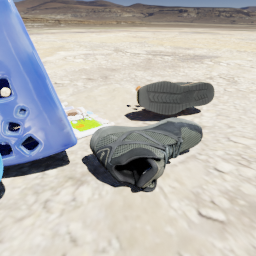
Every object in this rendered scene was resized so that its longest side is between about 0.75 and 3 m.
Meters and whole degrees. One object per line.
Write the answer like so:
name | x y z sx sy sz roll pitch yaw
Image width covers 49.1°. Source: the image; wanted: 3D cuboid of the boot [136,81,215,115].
boot | 1.070 -0.969 8.145 2.325 0.900 1.608 -2 14 -24

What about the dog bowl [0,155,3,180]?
dog bowl | -2.769 0.714 3.870 2.041 1.138 0.506 -28 19 -13

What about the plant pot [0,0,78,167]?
plant pot | -2.738 -0.666 5.138 2.404 2.674 2.674 -29 27 -13

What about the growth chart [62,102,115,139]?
growth chart | -1.498 -0.236 7.418 2.068 0.183 1.497 25 34 33

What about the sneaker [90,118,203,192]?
sneaker | 0.598 0.478 5.115 2.329 0.890 1.334 -4 35 -27

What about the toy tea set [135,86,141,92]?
toy tea set | 0.486 -0.903 8.193 0.452 0.281 0.759 -20 74 -38
